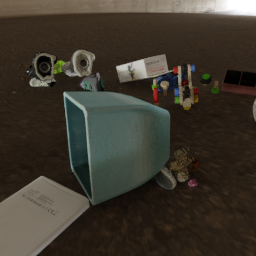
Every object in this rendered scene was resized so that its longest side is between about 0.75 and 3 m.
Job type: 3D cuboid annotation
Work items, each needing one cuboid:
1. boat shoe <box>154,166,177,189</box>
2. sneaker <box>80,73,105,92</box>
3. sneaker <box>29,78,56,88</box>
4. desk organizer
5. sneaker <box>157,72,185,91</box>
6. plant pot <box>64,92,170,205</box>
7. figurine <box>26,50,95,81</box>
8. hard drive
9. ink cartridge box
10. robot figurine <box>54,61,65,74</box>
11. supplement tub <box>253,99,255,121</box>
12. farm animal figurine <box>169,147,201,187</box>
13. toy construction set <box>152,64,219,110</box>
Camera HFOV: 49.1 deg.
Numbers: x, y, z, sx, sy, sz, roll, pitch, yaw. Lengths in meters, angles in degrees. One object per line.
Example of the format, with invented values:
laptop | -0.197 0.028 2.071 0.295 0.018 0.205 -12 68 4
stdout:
boat shoe | 0.869 1.121 7.352 0.432 0.496 1.347 -18 26 -22
sneaker | -1.655 -1.891 12.797 1.070 0.910 2.444 -13 19 -3
sneaker | -4.108 -2.215 13.620 1.235 0.466 0.711 -14 29 -29
desk organizer | 5.552 -2.084 12.950 2.234 0.860 0.801 12 30 22
sneaker | 1.837 -2.267 13.528 2.163 0.759 0.843 -19 28 -41
plant pot | -0.197 0.209 6.978 2.232 2.191 2.185 -9 19 -21
figurine | -3.435 -3.007 13.961 2.972 1.279 2.900 -12 10 -26
hard drive | -2.209 1.988 5.878 1.595 0.323 2.418 17 32 29
ink cartridge box | 0.856 -2.898 13.571 1.510 0.890 2.622 -24 16 -37
robot figurine | -3.940 -3.416 15.732 0.909 0.600 1.037 -11 19 36
supplement tub | 5.691 -0.830 9.624 2.453 1.774 1.774 -23 35 -35
farm animal figurine | 1.433 1.075 7.340 0.843 0.525 1.044 44 38 -5
toy construction set | 1.964 -1.214 10.712 2.216 1.702 1.848 -18 46 -11
